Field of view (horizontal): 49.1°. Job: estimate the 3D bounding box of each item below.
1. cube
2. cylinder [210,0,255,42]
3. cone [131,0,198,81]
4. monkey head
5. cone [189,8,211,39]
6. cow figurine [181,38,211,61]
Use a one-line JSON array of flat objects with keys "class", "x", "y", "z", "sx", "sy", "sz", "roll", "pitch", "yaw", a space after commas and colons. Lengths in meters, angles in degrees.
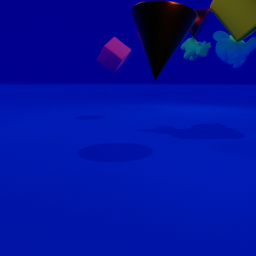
[{"class": "cube", "x": -0.569, "y": -2.931, "z": 11.271, "sx": 0.862, "sy": 0.862, "sz": 0.862, "roll": -48, "pitch": 6, "yaw": 50}, {"class": "cylinder", "x": 3.394, "y": -3.514, "z": 8.226, "sx": 1.387, "sy": 1.387, "sz": 1.387, "roll": -36, "pitch": -4, "yaw": -3}, {"class": "cone", "x": 0.706, "y": -1.799, "z": 6.271, "sx": 1.482, "sy": 1.487, "sz": 1.482, "roll": 7, "pitch": 3, "yaw": 0}, {"class": "monkey head", "x": 3.514, "y": -2.638, "z": 9.083, "sx": 1.693, "sy": 1.020, "sz": 1.218, "roll": 17, "pitch": -46, "yaw": -43}, {"class": "cone", "x": 1.878, "y": -3.429, "z": 8.662, "sx": 0.983, "sy": 0.980, "sz": 0.980, "roll": 32, "pitch": 17, "yaw": 10}, {"class": "cow figurine", "x": 2.135, "y": -2.550, "z": 8.825, "sx": 0.514, "sy": 0.937, "sz": 0.922, "roll": 7, "pitch": -33, "yaw": -28}]
